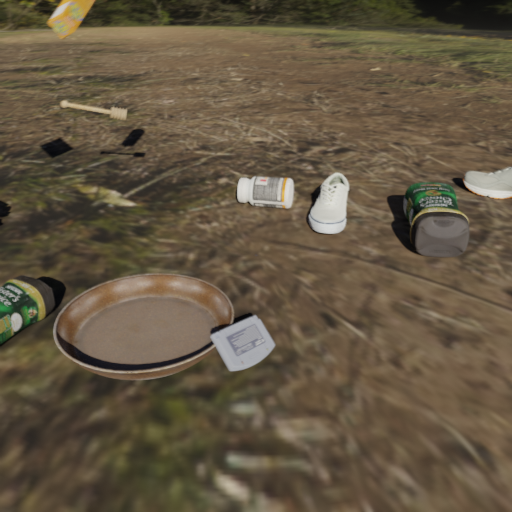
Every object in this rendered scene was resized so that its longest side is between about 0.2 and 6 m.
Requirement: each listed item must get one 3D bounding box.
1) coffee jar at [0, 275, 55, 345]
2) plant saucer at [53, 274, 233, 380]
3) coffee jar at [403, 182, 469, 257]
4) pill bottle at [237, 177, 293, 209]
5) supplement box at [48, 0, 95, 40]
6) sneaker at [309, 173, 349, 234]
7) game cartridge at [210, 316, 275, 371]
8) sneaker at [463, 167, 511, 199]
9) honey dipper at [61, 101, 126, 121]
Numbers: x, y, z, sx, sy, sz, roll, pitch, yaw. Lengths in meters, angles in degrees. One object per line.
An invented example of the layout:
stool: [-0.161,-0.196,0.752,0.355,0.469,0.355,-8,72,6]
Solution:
coffee jar: [-3.286,0.752,7.227,0.690,0.564,1.322,14,30,23]
plant saucer: [-1.405,0.898,7.184,2.235,0.358,2.235,0,28,0]
coffee jar: [3.092,-0.644,9.683,0.936,0.766,1.796,2,28,8]
pill bottle: [0.188,-1.264,11.070,1.036,0.603,0.603,6,28,12]
supplement box: [-2.750,-3.658,8.373,0.324,0.313,0.942,-11,49,29]
sneaker: [1.370,-1.029,10.521,0.699,0.678,1.915,4,28,8]
game cartridge: [-0.139,1.061,6.729,0.803,0.164,0.535,-17,68,-49]
sneaker: [5.246,-1.612,11.428,1.919,0.882,0.726,18,32,31]
honey dipper: [-3.075,-2.787,10.624,1.192,0.226,0.226,8,25,-18]
